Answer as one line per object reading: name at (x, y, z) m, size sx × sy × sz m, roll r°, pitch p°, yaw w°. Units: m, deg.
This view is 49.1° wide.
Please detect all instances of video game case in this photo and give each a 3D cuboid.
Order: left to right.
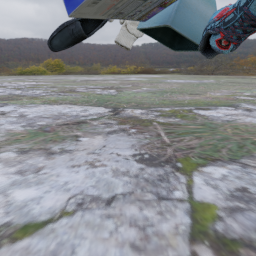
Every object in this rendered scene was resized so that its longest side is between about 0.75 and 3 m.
video game case at (0.454, -3.078, 5.572) m, size 2.770 × 0.630 × 2.511 m, roll -18°, pitch 0°, yaw 44°

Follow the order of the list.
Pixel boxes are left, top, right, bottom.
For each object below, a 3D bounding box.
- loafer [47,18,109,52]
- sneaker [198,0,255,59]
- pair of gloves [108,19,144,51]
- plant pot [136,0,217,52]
loafer at (-1.527, -3.043, 8.628) m, size 2.170 × 0.737 × 0.762 m, roll -32°, pitch 28°, yaw -1°
sneaker at (2.388, -2.103, 5.954) m, size 1.058 × 1.274 × 2.668 m, roll 36°, pitch -7°, yaw -7°
pair of gloves at (-0.362, -4.034, 10.356) m, size 1.863 × 2.191 × 0.384 m, roll -57°, pitch 8°, yaw -34°
plant pot at (1.584, -3.379, 8.215) m, size 1.681 × 1.712 × 1.676 m, roll 18°, pitch 5°, yaw -32°
